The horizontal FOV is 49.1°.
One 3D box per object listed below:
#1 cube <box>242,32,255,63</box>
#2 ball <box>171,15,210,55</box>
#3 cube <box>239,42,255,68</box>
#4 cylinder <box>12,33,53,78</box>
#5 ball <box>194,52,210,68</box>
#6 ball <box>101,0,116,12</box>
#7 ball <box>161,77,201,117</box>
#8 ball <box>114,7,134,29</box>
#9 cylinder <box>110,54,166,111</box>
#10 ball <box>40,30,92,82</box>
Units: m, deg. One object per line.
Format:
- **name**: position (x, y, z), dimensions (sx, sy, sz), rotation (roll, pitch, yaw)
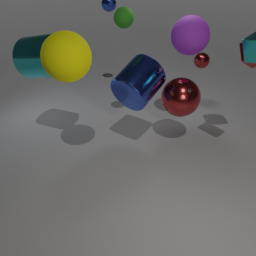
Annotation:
- **cube**: position (3.783, -2.298, 7.956), dimensions (0.700, 0.700, 0.700), rotation (-33, 31, -23)
- **ball**: position (2.278, -3.379, 10.242), dimensions (1.400, 1.400, 1.400), rotation (0, 30, 0)
- **cube**: position (4.162, -2.485, 9.141), dimensions (0.700, 0.700, 0.700), rotation (14, -22, -38)
- **cylinder**: position (-2.863, -2.390, 9.429), dimensions (1.400, 1.400, 1.400), rotation (5, 29, 29)
- **ball**: position (3.314, -3.034, 12.582), dimensions (0.700, 0.700, 0.700), rotation (0, 30, 0)
- **ball**: position (-0.903, -5.854, 13.204), dimensions (0.700, 0.700, 0.700), rotation (0, 30, 0)
- **ball**: position (1.887, -1.103, 10.031), dimensions (1.400, 1.400, 1.400), rotation (0, 30, 0)
- **ball**: position (-0.140, -3.778, 9.590), dimensions (0.700, 0.700, 0.700), rotation (0, 30, 0)
- **cylinder**: position (0.349, -1.545, 9.579), dimensions (1.400, 1.400, 1.400), rotation (23, 62, 34)
- **ball**: position (-1.718, -1.985, 7.825), dimensions (1.400, 1.400, 1.400), rotation (0, 30, 0)
